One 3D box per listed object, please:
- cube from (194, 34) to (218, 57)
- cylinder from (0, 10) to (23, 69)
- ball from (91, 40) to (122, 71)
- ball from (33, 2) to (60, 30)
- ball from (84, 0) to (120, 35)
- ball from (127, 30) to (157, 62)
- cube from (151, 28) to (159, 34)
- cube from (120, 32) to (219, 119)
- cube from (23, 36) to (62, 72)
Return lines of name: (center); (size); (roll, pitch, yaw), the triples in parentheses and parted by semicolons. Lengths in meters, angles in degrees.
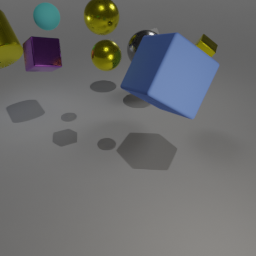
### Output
cube: (2.746, -2.854, 10.235); (0.700, 0.700, 0.700); (37, 44, -6)
cylinder: (-4.301, -2.820, 8.915); (1.400, 1.400, 1.400); (-26, 85, -35)
ball: (-0.496, -1.649, 6.381); (0.700, 0.700, 0.700); (0, 32, 0)
ball: (-2.186, -2.999, 7.544); (0.700, 0.700, 0.700); (0, 32, 0)
ball: (-1.031, -4.357, 10.950); (1.400, 1.400, 1.400); (0, 32, 0)
ball: (0.663, -2.924, 10.462); (1.400, 1.400, 1.400); (0, 32, 0)
cube: (0.944, -3.847, 12.255); (0.700, 0.700, 0.700); (-26, 9, -26)
cube: (0.929, -1.208, 6.526); (1.400, 1.400, 1.400); (24, 2, -30)
cube: (-2.113, -1.794, 6.902); (0.700, 0.700, 0.700); (-8, 4, -36)
